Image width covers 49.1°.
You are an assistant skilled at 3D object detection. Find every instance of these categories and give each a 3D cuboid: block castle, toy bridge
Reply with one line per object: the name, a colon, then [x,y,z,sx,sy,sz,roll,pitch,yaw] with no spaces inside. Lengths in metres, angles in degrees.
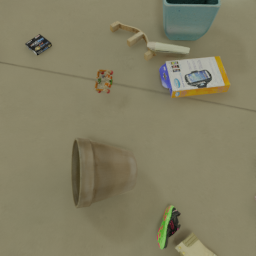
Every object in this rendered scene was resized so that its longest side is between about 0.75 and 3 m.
block castle: [-0.975,-1.930,11.556,0.653,0.458,0.977,8,87,31]
toy bridge: [0.376,-4.271,13.414,0.949,0.384,2.823,-37,67,-19]

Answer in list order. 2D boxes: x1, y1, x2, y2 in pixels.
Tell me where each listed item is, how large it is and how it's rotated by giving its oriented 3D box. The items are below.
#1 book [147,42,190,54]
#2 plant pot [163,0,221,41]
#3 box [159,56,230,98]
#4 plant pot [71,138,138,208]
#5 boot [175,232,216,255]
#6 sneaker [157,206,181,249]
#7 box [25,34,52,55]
book: [1.793,-3.622,12.555,1.623,0.390,1.084,2,21,-16]
plant pot: [2.662,-5.392,12.898,2.339,2.383,2.333,2,61,1]
box: [2.796,-2.222,12.179,2.803,0.581,1.669,-7,61,-1]
plant pot: [-0.813,1.443,9.391,1.958,2.256,2.256,0,59,-19]
boot: [1.867,4.209,8.502,1.731,0.630,1.346,-38,68,-21]
sneaker: [1.368,3.194,8.979,0.611,0.560,1.458,29,53,-1]
box: [-4.263,-3.977,13.349,0.900,0.225,0.907,40,68,19]
